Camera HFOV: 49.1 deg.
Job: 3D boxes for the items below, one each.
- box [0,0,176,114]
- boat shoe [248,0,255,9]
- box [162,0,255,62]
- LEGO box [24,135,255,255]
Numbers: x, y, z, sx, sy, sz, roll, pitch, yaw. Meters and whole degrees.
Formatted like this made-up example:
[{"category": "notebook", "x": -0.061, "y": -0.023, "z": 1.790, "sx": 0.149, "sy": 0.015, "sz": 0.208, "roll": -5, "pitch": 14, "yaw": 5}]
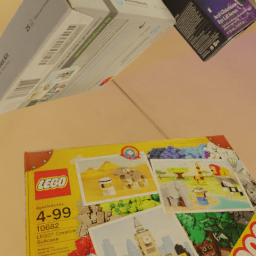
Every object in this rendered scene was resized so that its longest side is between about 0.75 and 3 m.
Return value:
[{"category": "box", "x": -0.720, "y": -1.260, "z": 4.612, "sx": 0.600, "sy": 2.274, "sz": 2.917, "roll": 58, "pitch": 35, "yaw": 4}, {"category": "boat shoe", "x": 2.861, "y": -3.854, "z": 6.761, "sx": 0.699, "sy": 2.453, "sz": 0.820, "roll": -34, "pitch": 16, "yaw": 5}, {"category": "box", "x": 1.494, "y": -2.238, "z": 5.313, "sx": 1.124, "sy": 0.792, "sz": 1.519, "roll": -39, "pitch": 88, "yaw": -25}, {"category": "LEGO box", "x": 0.279, "y": 1.277, "z": 3.472, "sx": 2.857, "sy": 1.102, "sz": 2.128, "roll": -4, "pitch": 46, "yaw": -18}]
